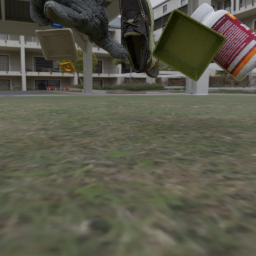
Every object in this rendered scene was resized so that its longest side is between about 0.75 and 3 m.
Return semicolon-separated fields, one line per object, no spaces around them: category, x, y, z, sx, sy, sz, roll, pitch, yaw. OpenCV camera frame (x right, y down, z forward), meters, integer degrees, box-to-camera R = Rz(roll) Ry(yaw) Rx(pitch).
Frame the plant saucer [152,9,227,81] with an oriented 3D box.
plant saucer;1.767;-2.457;8.263;1.678;1.676;0.402;30;49;2

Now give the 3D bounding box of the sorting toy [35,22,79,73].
sorting toy;-2.843;-3.419;11.435;1.509;2.680;0.365;1;49;6

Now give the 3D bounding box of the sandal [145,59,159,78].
sandal;1.024;-3.031;11.967;0.606;2.220;0.907;13;53;31

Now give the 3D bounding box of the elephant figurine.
elephant figurine;-1.152;-2.946;6.753;2.497;1.767;1.937;37;30;23

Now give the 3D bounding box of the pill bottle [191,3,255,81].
pill bottle;3.126;-2.814;9.036;2.527;1.427;1.427;44;22;12

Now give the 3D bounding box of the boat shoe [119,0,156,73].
boat shoe;0.291;-3.288;9.396;1.091;2.980;0.966;-2;29;31
